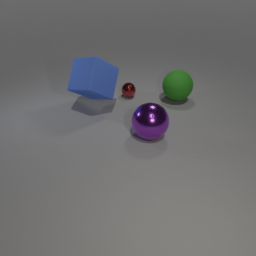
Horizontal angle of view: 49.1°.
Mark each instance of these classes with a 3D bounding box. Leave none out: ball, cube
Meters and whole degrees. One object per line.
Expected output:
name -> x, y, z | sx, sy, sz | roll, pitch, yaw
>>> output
ball -> 0.829, -0.249, 10.417 | 1.400, 1.400, 1.400 | 0, 32, 0
cube -> -1.437, -2.037, 11.656 | 1.400, 1.400, 1.400 | 8, -5, 40
ball -> 2.286, -1.970, 12.888 | 1.400, 1.400, 1.400 | 0, 32, 0
ball -> 0.032, -1.838, 13.499 | 0.700, 0.700, 0.700 | 0, 32, 0
